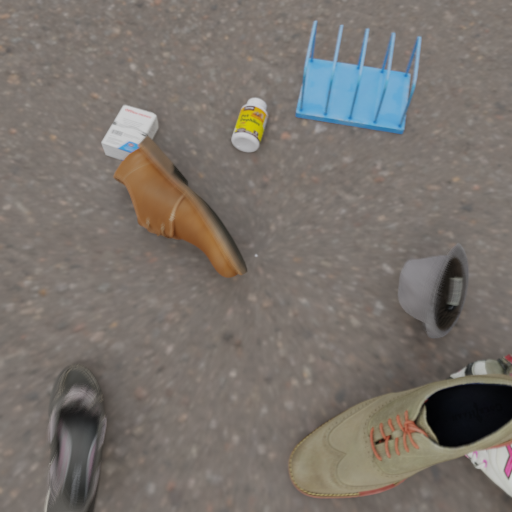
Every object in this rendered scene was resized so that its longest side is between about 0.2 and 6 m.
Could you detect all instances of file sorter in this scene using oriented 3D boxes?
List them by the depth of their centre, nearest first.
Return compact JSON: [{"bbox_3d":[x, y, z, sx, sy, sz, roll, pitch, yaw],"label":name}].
[{"bbox_3d":[2.013,-3.554,11.021,2.176,1.335,1.510,11,66,5],"label":"file sorter"}]

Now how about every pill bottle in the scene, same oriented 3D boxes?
[{"bbox_3d":[-0.102,-2.580,10.983,0.552,0.552,1.010,12,65,6],"label":"pill bottle"}]

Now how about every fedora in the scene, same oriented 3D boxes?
[{"bbox_3d":[2.798,0.517,9.039,0.772,1.711,1.513,16,75,37],"label":"fedora"}]

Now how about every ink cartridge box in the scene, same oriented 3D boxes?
[{"bbox_3d":[-2.444,-2.364,10.948,0.727,0.420,0.996,19,65,8],"label":"ink cartridge box"}]

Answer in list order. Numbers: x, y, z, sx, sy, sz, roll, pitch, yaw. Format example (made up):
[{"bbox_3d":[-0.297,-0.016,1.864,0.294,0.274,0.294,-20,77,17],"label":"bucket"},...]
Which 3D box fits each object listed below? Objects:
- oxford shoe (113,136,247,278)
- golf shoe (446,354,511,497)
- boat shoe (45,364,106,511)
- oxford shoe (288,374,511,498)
[{"bbox_3d":[-1.372,-0.656,9.863,1.192,1.193,3.344,-41,62,-3],"label":"oxford shoe"},{"bbox_3d":[3.732,2.967,8.195,1.334,1.052,2.898,-19,62,18],"label":"golf shoe"},{"bbox_3d":[-2.553,2.591,8.090,0.852,0.727,2.550,12,44,-25],"label":"boat shoe"},{"bbox_3d":[2.000,2.402,7.774,3.631,1.358,1.279,-25,61,11],"label":"oxford shoe"}]
